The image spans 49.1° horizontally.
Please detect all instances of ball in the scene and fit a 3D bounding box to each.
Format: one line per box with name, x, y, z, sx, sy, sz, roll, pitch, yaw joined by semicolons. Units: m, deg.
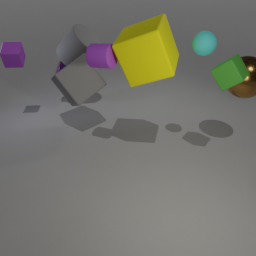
ball;3.939;-1.692;9.366;1.400;1.400;1.400;0;30;0
ball;2.243;-2.487;8.234;0.700;0.700;0.700;0;30;0

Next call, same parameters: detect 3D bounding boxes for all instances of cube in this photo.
cube;0.578;-2.279;8.286;1.400;1.400;1.400;-11;35;25
cube;2.961;-1.609;8.118;0.700;0.700;0.700;-26;8;45
cube;-4.395;-2.797;10.722;0.700;0.700;0.700;-3;55;-6
cube;-1.912;-1.801;10.773;1.400;1.400;1.400;-41;17;-14

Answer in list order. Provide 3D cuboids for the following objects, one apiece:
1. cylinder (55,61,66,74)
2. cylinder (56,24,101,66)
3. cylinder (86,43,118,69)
cylinder;-2.898;-2.634;12.903;0.700;0.700;0.700;18;22;-25
cylinder;-2.110;-3.438;11.975;1.400;1.400;1.400;29;41;-30
cylinder;-0.751;-2.098;8.160;0.700;0.700;0.700;8;30;24
